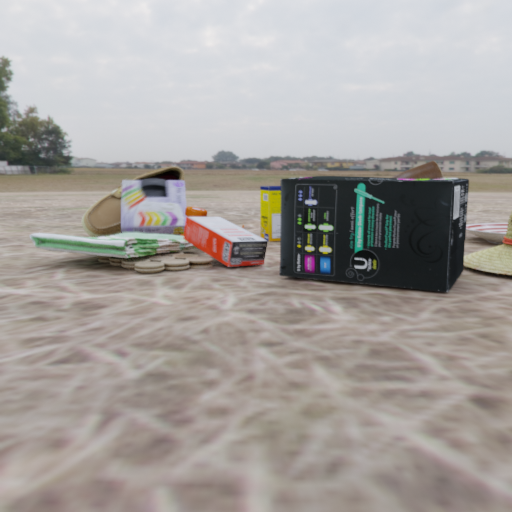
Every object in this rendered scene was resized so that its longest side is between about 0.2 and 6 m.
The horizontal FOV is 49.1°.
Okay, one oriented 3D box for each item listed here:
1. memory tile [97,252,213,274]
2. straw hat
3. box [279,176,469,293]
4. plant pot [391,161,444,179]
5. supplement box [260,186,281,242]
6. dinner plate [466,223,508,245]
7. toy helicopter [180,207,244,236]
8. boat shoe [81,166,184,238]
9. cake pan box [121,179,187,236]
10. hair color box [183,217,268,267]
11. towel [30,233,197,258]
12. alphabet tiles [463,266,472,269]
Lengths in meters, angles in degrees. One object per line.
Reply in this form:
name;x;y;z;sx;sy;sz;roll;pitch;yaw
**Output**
memory tile;-1.614;0.074;8.902;1.317;0.144;1.718;-6;10;-39
straw hat;4.374;-0.384;8.334;2.587;1.095;2.587;0;9;0
box;1.636;-0.398;7.727;2.241;1.393;1.664;4;9;26
plant pot;3.593;-1.282;13.811;1.861;1.740;1.740;-12;7;5
supplement box;0.477;-0.922;12.127;0.640;1.176;0.644;-2;9;-16
dinner plate;5.881;-0.434;11.653;3.022;0.366;3.022;1;9;0
toy helicopter;-0.599;-0.342;10.637;1.233;0.736;1.865;6;15;-31
boat shoe;-2.765;-1.345;12.804;2.680;0.992;0.890;-38;-3;-32
cake pan box;-2.159;-1.031;11.877;1.367;0.388;1.485;1;49;-10
hair color box;-0.522;-0.253;9.028;0.709;0.428;1.398;-2;19;-36
towel;-2.213;-0.248;9.393;1.912;0.293;2.506;4;6;22
alphabet tiles;4.316;0.129;8.783;2.086;0.066;1.736;-6;10;-35
